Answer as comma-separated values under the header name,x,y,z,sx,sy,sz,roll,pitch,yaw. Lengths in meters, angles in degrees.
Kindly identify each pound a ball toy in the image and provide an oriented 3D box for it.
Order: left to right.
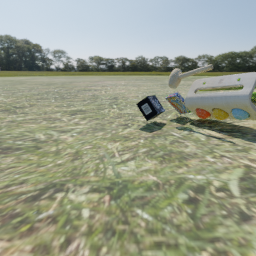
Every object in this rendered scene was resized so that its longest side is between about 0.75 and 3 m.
name,x,y,z,sx,sy,sz,roll,pitch,yaw
pound a ball toy,2.712,-1.016,8.882,1.927,1.256,2.956,35,-15,-29

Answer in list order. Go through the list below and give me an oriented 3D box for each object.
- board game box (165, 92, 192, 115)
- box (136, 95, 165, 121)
name,x,y,z,sx,sy,sz,roll,pitch,yaw
board game box,1.861,-0.879,10.174,0.628,0.927,0.160,-10,42,57
box,0.762,-0.667,9.186,0.483,0.670,0.903,-34,-4,23
